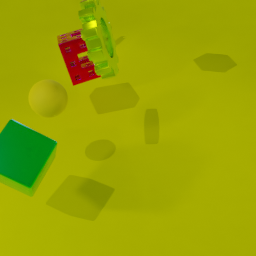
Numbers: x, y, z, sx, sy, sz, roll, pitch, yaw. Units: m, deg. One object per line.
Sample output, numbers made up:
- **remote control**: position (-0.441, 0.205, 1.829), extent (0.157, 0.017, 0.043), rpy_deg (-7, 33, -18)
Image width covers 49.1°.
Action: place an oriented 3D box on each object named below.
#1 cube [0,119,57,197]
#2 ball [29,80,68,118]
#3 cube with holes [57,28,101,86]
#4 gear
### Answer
- **cube**: position (-1.850, 0.550, 4.875), extent (0.885, 0.885, 0.885), rpy_deg (27, 62, -5)
- **ball**: position (-1.628, -0.601, 5.750), extent (0.779, 0.779, 0.779), rpy_deg (0, 41, 0)
- **cube with holes**: position (-1.221, -2.073, 7.865), extent (1.159, 1.159, 1.159), rpy_deg (-19, 31, -5)
- **gear**: position (-0.553, -1.797, 5.700), extent (0.287, 1.552, 1.552), rpy_deg (-11, 40, 12)
